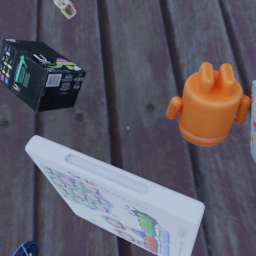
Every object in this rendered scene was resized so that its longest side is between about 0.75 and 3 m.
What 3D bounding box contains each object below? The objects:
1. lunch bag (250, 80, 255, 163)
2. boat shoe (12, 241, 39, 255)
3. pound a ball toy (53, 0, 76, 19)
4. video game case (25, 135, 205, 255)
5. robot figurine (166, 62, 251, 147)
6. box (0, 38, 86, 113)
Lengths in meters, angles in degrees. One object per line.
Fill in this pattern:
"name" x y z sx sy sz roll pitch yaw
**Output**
"lunch bag" 2.821 0.160 4.785 1.194 1.668 1.959 -5 26 11
"boat shoe" -1.999 2.783 5.283 0.497 0.609 1.447 -19 27 19
"pound a ball toy" -1.763 -3.443 7.759 0.378 0.580 0.889 -40 46 2
"video game case" -0.142 1.410 4.783 2.612 2.869 0.340 19 59 20
"robot figurine" 1.595 -0.384 5.678 1.369 1.903 1.110 -25 51 -20
"box" -2.058 -1.254 6.542 1.635 1.214 1.016 36 117 23
